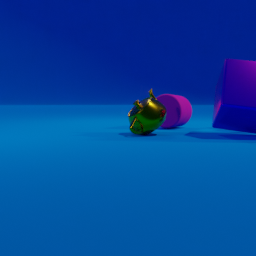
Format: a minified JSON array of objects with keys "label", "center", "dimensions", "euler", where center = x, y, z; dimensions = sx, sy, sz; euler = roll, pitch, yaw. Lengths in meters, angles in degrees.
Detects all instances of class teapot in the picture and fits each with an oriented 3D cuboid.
[{"label":"teapot","center":[0.434,-0.381,6.852],"dimensions":[0.988,0.778,1.589],"euler":[-24,24,42]}]

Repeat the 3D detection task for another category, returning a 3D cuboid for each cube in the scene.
[{"label":"cube","center":[2.720,-0.701,6.500],"dimensions":[1.228,1.228,1.228],"euler":[8,-22,10]}]

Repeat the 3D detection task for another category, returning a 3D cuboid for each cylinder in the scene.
[{"label":"cylinder","center":[1.330,-0.514,8.554],"dimensions":[0.989,0.989,0.989],"euler":[3,4,30]}]
